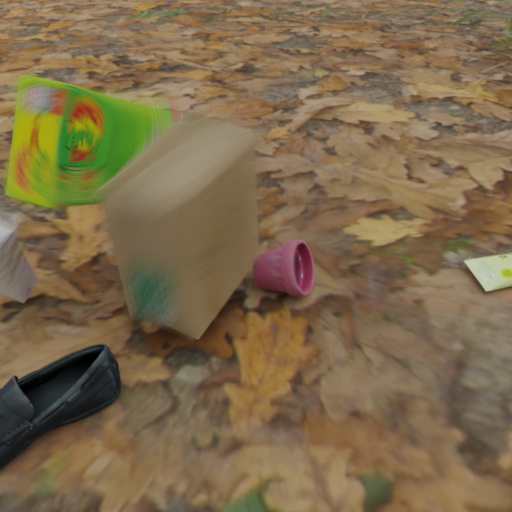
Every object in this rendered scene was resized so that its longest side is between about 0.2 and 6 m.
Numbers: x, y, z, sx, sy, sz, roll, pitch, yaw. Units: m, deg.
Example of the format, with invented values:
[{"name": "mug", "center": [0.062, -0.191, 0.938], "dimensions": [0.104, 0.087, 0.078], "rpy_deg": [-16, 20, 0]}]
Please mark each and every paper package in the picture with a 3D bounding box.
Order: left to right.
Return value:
[{"name": "paper package", "center": [-0.933, -0.422, 7.856], "dimensions": [1.187, 2.295, 2.188], "rpy_deg": [15, 42, 20]}]

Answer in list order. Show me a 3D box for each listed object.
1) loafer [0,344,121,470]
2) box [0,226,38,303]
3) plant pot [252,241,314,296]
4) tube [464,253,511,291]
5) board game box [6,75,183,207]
[{"name": "loafer", "center": [-2.885, 1.845, 6.740], "dimensions": [2.609, 0.916, 0.886], "rpy_deg": [-25, 43, -30]}, {"name": "box", "center": [-3.552, 0.132, 7.903], "dimensions": [0.472, 2.276, 0.440], "rpy_deg": [25, 68, -3]}, {"name": "plant pot", "center": [0.415, 0.220, 9.071], "dimensions": [0.794, 0.888, 0.888], "rpy_deg": [-6, 31, 28]}, {"name": "tube", "center": [4.651, 0.169, 9.450], "dimensions": [2.046, 0.531, 0.594], "rpy_deg": [-9, -2, -4]}, {"name": "board game box", "center": [-2.102, -1.490, 7.856], "dimensions": [0.680, 1.450, 2.855], "rpy_deg": [15, 11, 18]}]
